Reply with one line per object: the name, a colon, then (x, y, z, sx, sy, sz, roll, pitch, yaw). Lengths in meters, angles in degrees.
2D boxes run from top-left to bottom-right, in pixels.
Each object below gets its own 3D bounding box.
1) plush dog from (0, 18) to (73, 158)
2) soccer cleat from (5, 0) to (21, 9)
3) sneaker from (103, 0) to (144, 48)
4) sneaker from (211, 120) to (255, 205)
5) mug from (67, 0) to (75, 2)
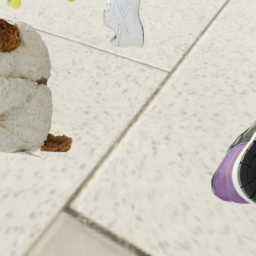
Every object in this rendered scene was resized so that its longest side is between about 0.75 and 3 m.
plush dog: (-1.974, -0.740, 4.948, 2.100, 2.248, 2.618, 5, 2, -8)
soccer cleat: (-3.277, -4.222, 7.748, 0.743, 1.776, 0.574, 4, 37, 16)
sneaker: (-0.187, -3.063, 7.124, 1.033, 2.372, 0.884, -11, 40, 0)
sneaker: (2.179, 0.111, 4.458, 2.544, 1.114, 0.963, -42, 89, -20)
mug: (-1.515, -4.262, 8.536, 0.824, 0.803, 1.003, -1, 82, 22)
